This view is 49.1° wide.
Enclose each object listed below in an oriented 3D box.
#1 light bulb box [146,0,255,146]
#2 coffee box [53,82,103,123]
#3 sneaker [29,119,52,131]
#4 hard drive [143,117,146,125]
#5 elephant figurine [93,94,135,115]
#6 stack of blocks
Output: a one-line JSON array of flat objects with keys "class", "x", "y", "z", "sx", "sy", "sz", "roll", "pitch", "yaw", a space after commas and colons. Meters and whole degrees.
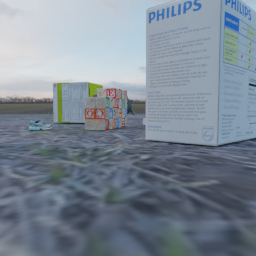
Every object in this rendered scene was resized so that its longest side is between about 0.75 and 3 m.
[{"class": "light bulb box", "x": 1.784, "y": -1.096, "z": 6.065, "sx": 1.672, "sy": 2.679, "sz": 2.656, "roll": 3, "pitch": 4, "yaw": 42}, {"class": "coffee box", "x": -2.387, "y": -1.226, "z": 13.839, "sx": 1.899, "sy": 1.921, "sz": 1.918, "roll": 0, "pitch": 3, "yaw": 17}, {"class": "sneaker", "x": -2.743, "y": -0.104, "z": 8.872, "sx": 0.311, "sy": 0.346, "sz": 0.801, "roll": 3, "pitch": 5, "yaw": 37}, {"class": "hard drive", "x": 2.315, "y": -0.268, "z": 11.197, "sx": 2.940, "sy": 0.373, "sz": 1.940, "roll": -1, "pitch": 4, "yaw": -17}, {"class": "elephant figurine", "x": -0.637, "y": -1.097, "z": 13.289, "sx": 1.281, "sy": 1.168, "sz": 1.651, "roll": -7, "pitch": 1, "yaw": 31}, {"class": "stack of blocks", "x": -0.695, "y": -0.690, "z": 9.839, "sx": 0.709, "sy": 1.395, "sz": 2.422, "roll": 1, "pitch": 4, "yaw": 16}]
